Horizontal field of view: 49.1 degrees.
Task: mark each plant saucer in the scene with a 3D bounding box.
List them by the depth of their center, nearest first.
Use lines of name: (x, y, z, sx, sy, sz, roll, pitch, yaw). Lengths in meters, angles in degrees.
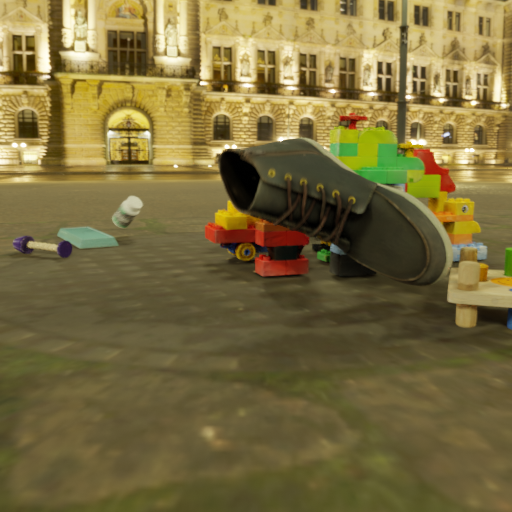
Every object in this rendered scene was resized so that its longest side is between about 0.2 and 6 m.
plant saucer: (-3.845, -0.438, 12.643, 0.821, 0.223, 2.350, -5, 10, -30)

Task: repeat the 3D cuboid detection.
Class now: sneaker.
sneaker: (0.907, -0.492, 7.300, 1.653, 1.164, 3.111, -15, 43, -44)

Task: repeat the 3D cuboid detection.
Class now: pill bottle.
pill bottle: (-3.077, -1.051, 13.409, 0.442, 0.442, 0.782, -12, -26, -50)

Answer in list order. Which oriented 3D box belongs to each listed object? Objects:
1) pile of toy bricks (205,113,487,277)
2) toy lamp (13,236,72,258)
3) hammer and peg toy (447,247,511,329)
pile of toy bricks: (1.863, -1.219, 10.027, 5.233, 2.583, 2.903, -3, 10, -18)
toy lamp: (-4.118, -0.177, 10.696, 1.291, 0.376, 0.376, 6, 12, 28)
hammer and peg toy: (3.276, 0.380, 6.290, 2.121, 0.748, 1.560, 4, 11, 21)
